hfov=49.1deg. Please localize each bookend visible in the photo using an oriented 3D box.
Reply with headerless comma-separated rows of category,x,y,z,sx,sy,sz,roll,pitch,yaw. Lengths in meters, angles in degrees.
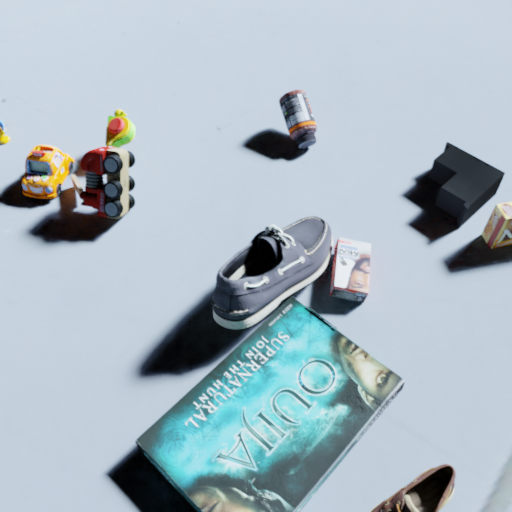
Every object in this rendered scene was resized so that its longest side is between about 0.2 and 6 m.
bookend,4.324,-1.571,12.269,1.479,0.681,1.470,-38,60,-25

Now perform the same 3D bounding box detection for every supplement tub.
supplement tub,1.036,-3.245,13.384,0.691,0.691,1.292,-15,82,-12

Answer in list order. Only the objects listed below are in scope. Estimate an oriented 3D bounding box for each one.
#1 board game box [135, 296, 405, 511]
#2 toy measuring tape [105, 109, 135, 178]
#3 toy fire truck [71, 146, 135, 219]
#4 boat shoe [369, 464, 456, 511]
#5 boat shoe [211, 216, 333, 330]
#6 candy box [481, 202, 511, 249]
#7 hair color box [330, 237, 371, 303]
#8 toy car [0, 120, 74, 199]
board game box,0.305,2.590,9.101,2.529,0.526,3.739,36,60,25
toy measuring tape,-3.088,-2.556,12.773,0.659,0.659,1.792,-2,72,-1
toy fire truck,-3.429,-1.640,11.937,1.622,1.428,1.043,9,21,11
boat shoe,2.160,3.726,8.077,2.022,0.728,0.729,-29,57,-21
boat shoe,0.426,0.004,10.499,1.238,1.068,3.407,21,44,31
candy box,5.574,-0.713,11.419,1.646,0.950,0.455,-9,52,-7
hair color box,1.851,0.265,10.944,0.685,0.395,1.235,12,53,-1
toy car,-5.479,-2.316,12.690,2.845,0.947,1.396,22,55,16
